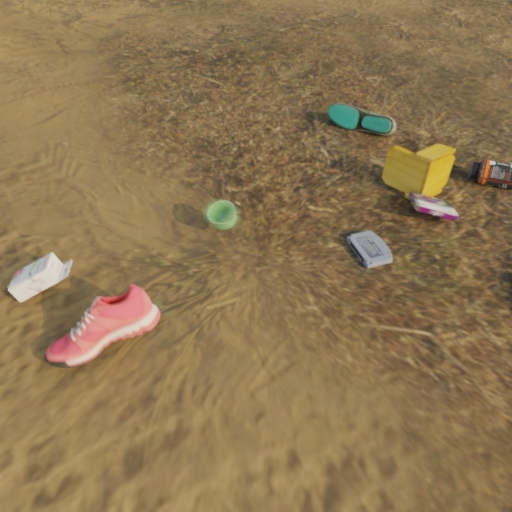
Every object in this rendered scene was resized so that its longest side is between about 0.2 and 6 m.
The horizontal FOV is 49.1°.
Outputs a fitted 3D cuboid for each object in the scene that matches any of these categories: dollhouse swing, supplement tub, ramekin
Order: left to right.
[{"bbox_3d":[-0.688,-0.820,11.465,0.584,0.285,0.584,-6,59,10],"label":"ramekin"},{"bbox_3d":[3.639,-2.003,12.652,1.077,1.185,1.041,-26,50,-26],"label":"dollhouse swing"},{"bbox_3d":[5.557,-1.913,13.048,1.091,0.583,0.583,13,43,14],"label":"supplement tub"}]

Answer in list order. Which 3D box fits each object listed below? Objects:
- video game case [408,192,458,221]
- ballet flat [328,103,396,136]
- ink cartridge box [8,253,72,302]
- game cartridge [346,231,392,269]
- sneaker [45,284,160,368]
[{"bbox_3d":[3.818,-1.078,12.120,0.902,0.162,0.818,13,28,-7],"label":"video game case"},{"bbox_3d":[2.864,-3.651,15.159,1.907,0.643,0.607,22,18,22],"label":"ballet flat"},{"bbox_3d":[-3.936,0.340,10.253,1.063,0.359,0.619,-27,31,7],"label":"ink cartridge box"},{"bbox_3d":[2.318,-0.139,11.325,0.639,0.196,0.959,-15,43,-11],"label":"game cartridge"},{"bbox_3d":[-2.606,1.081,9.176,1.948,0.845,0.718,-27,29,-11],"label":"sneaker"}]
